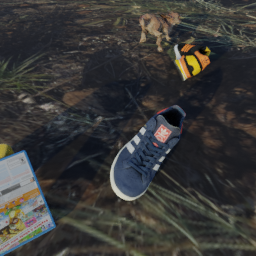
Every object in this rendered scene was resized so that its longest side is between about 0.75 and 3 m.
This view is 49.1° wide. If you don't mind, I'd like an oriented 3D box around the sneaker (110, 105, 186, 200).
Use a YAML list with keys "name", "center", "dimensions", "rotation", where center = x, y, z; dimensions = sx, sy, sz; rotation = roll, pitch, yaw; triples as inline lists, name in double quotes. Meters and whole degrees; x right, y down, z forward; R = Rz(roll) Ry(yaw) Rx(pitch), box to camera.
- name: "sneaker"
  center: [0.555, 0.402, 6.492]
  dimensions: [1.026, 1.157, 2.737]
  rotation: [37, 50, -4]

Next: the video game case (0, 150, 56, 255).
- name: "video game case"
  center: [-2.247, 1.428, 5.342]
  dimensions: [1.209, 1.690, 0.150]
  rotation: [-23, 9, -26]

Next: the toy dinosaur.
- name: "toy dinosaur"
  center: [1.190, -4.581, 12.343]
  dimensions: [2.671, 1.810, 1.146]
  rotation: [4, -17, -44]

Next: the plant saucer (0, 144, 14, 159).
- name: "plant saucer"
  center: [-3.263, 1.057, 5.905]
  dimensions: [1.842, 1.841, 0.446]
  rotation: [-12, 67, -16]

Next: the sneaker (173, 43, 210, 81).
- name: "sneaker"
  center: [2.531, -2.739, 10.811]
  dimensions: [1.297, 1.008, 2.883]
  rotation: [-20, 25, 21]
